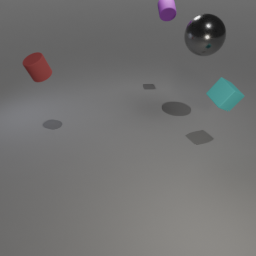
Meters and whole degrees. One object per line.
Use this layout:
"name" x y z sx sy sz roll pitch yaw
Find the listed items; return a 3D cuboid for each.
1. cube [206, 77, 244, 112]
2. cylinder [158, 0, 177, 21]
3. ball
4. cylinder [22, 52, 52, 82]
"cube" 3.066 -1.048 8.847 0.700 0.700 0.700 12 38 -43
"cylinder" 1.610 -4.926 11.588 0.700 0.700 0.700 -3 63 -4
"ball" 2.663 -3.207 9.704 1.400 1.400 1.400 0 30 0
"cylinder" -2.938 -1.969 9.110 0.700 0.700 0.700 -10 48 12
